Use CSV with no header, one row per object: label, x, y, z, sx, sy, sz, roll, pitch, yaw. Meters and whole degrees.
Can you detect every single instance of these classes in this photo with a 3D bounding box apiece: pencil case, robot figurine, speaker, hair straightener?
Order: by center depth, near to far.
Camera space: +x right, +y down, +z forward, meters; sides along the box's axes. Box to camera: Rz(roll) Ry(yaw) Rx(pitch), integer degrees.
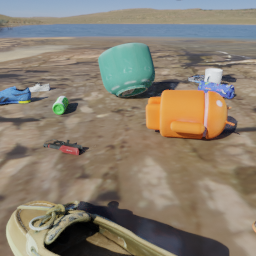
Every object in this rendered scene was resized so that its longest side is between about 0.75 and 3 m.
hair straightener,-1.521,0.429,6.550,1.035,0.212,0.398,3,21,20
robot figurine,1.535,-0.360,7.062,2.116,1.234,1.522,3,-9,13
speaker,-2.192,-0.752,9.149,0.419,0.419,0.948,-1,22,-3
pencil case,3.379,-1.480,10.791,1.396,0.545,0.606,18,29,38

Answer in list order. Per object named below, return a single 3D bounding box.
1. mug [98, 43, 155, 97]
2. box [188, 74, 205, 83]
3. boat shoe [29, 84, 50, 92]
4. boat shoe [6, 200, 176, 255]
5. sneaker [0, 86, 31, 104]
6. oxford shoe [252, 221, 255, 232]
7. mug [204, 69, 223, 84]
mug,0.120,-2.022,10.554,1.981,1.491,2.412,-18,-9,33
box,3.504,-2.352,13.419,0.939,0.233,0.932,17,27,38
boat shoe,-3.714,-1.688,11.641,0.909,0.299,0.327,-4,22,-11
boat shoe,-0.436,1.357,3.253,2.722,0.853,0.998,14,26,31
sneaker,-4.249,-1.182,9.829,1.605,0.629,0.529,-5,24,-21
oxford shoe,2.172,1.445,3.671,0.378,0.387,1.061,-17,27,-37
mug,3.507,-2.013,11.758,0.929,0.815,0.686,-19,28,-39
